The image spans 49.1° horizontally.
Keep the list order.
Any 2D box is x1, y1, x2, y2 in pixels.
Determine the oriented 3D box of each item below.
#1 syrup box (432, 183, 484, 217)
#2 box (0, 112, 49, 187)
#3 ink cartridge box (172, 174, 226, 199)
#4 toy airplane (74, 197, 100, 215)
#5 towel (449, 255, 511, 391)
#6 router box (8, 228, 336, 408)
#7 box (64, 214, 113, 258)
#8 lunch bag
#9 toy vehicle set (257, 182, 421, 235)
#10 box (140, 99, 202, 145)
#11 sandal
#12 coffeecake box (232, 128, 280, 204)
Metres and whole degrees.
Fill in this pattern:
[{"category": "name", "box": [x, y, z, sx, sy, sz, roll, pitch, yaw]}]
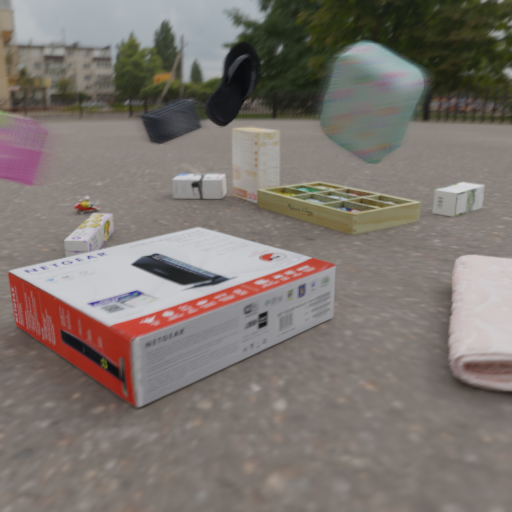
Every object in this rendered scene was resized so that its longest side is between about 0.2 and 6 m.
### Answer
[{"category": "syrup box", "box": [5.181, -1.454, 14.314, 0.635, 0.614, 1.561, 16, 24, 42]}, {"category": "box", "box": [-3.028, -1.309, 6.703, 0.831, 0.731, 0.402, 16, -3, 18]}, {"category": "ink cartridge box", "box": [-1.614, -1.999, 16.113, 1.396, 0.588, 1.009, 1, 17, 3]}, {"category": "toy airplane", "box": [-4.225, -1.292, 14.136, 0.596, 0.421, 0.594, 1, 17, 6]}, {"category": "towel", "box": [4.189, 0.852, 7.043, 3.334, 0.563, 3.491, 7, 18, 18]}, {"category": "router box", "box": [-1.098, 0.535, 7.584, 2.975, 0.810, 3.315, 16, 23, 42]}, {"category": "box", "box": [-3.310, -0.403, 11.246, 0.462, 0.431, 2.230, 0, 17, -1]}, {"category": "lunch bag", "box": [2.548, -3.313, 12.486, 1.937, 2.416, 0.931, 34, 59, 16]}, {"category": "toy vehicle set", "box": [1.940, -1.277, 13.995, 2.221, 0.474, 3.574, -12, 21, -34]}, {"category": "box", "box": [-1.765, -2.756, 11.511, 0.982, 0.619, 0.999, -24, 20, -13]}, {"category": "sandal", "box": [-0.383, -3.769, 12.193, 0.897, 2.360, 0.505, 32, -32, -24]}, {"category": "coffeecake box", "box": [-0.024, -2.514, 15.498, 0.705, 1.930, 1.482, -10, 20, -30]}]
